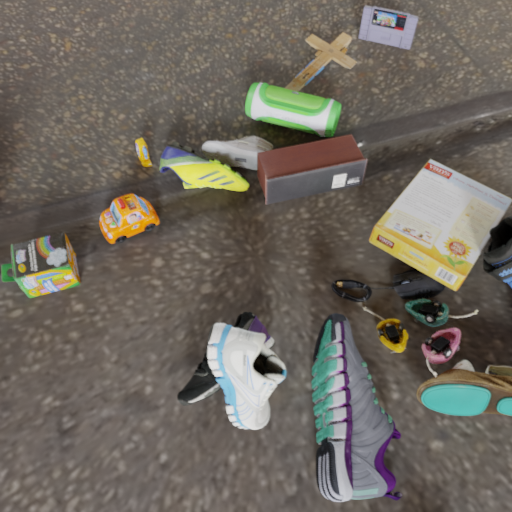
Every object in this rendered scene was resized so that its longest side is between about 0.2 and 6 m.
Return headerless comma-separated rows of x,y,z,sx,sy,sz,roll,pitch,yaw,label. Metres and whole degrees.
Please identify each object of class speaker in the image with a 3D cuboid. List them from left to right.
0.846,-3.376,12.938,2.091,0.925,0.925,17,58,10,speaker

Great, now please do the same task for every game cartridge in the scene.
3.427,-5.957,14.607,1.408,0.912,0.270,17,59,11,game cartridge

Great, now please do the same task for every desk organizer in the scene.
1.158,-1.875,12.034,2.197,0.788,0.846,-12,55,-8,desk organizer

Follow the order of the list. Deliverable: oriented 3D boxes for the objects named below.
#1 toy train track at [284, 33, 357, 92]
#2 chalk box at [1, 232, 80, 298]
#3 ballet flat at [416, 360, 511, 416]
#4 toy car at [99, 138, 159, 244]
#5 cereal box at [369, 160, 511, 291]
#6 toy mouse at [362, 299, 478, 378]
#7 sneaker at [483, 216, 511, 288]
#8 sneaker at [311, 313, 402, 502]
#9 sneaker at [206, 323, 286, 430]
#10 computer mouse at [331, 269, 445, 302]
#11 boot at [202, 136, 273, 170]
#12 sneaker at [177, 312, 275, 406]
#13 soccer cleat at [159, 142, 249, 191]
1.554,-4.751,14.178,1.420,0.403,2.475,38,70,14,toy train track
-4.138,0.218,10.651,1.304,0.809,0.814,-14,59,-8,chalk box
3.896,2.201,9.431,2.499,0.847,0.904,4,37,2,ballet flat
-2.766,-1.484,11.747,1.215,0.824,2.476,-9,58,-6,toy car
3.735,-0.718,11.229,1.917,0.527,2.665,32,53,19,cereal box
3.098,1.353,9.931,1.766,0.385,1.988,-18,35,-3,toy mouse
4.797,0.576,9.886,1.672,1.154,3.006,27,53,-16,sneaker
1.661,2.441,9.207,1.302,1.107,2.974,7,66,-11,sneaker
0.014,1.942,8.504,0.987,2.278,0.854,0,44,20,sneaker
2.538,0.534,10.702,2.172,0.370,0.637,-4,58,-2,computer mouse
-0.395,-2.388,12.578,1.533,0.564,0.733,16,47,6,boot
-0.670,1.704,9.578,1.979,0.749,0.866,-35,93,-29,sneaker
-1.140,-1.748,12.149,2.053,0.664,0.859,25,92,9,soccer cleat
